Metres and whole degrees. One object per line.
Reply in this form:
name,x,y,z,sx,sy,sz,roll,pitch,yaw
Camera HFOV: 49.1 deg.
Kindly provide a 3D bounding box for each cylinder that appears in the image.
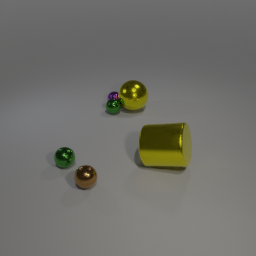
cylinder,1.239,0.547,9.104,1.400,1.400,1.400,-3,27,25

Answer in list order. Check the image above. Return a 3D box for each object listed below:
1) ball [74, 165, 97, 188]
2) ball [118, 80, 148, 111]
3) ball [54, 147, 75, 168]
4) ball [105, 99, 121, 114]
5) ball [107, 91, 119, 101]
ball,-1.275,1.467,8.471,0.700,0.700,0.700,0,30,0
ball,0.236,-1.491,12.825,1.400,1.400,1.400,0,30,0
ball,-2.116,0.977,9.356,0.700,0.700,0.700,0,30,0
ball,-0.671,-0.984,12.700,0.700,0.700,0.700,0,30,0
ball,-0.643,-1.403,13.400,0.700,0.700,0.700,0,30,0
